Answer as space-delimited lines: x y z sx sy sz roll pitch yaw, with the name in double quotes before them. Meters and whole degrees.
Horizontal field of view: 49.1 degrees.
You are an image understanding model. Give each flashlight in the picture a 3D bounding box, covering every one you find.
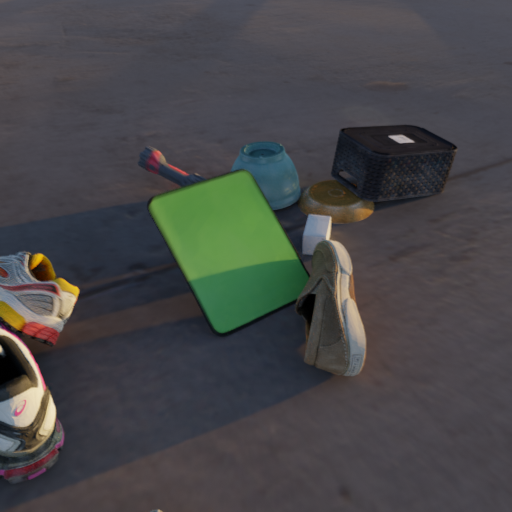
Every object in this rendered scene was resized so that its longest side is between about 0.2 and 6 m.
"flashlight" -1.832 -1.873 12.448 1.613 0.546 0.548 27 -1 12

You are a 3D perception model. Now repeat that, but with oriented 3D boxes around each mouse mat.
"mouse mat" -0.378 -0.152 9.341 2.103 0.098 2.613 -22 77 -29

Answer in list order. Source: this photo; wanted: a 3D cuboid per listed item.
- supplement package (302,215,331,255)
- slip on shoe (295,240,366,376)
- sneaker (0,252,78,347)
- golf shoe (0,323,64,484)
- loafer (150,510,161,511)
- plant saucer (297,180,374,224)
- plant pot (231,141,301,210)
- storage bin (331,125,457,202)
"supplement package" 1.150 -0.394 10.619 0.447 0.446 0.762 7 35 10
"slip on shoe" 1.016 0.684 8.651 0.818 1.027 2.700 4 42 -6
"sneaker" -3.652 0.404 8.701 2.596 1.010 1.066 27 78 31
"golf shoe" -3.508 1.296 7.248 1.196 1.517 3.295 -23 40 -39
"loafer" -1.421 3.275 5.061 0.859 0.796 2.286 13 37 18
"plant saucer" 1.704 -1.233 11.954 1.641 0.291 1.641 0 35 0
"plant pot" 0.147 -1.803 12.010 1.597 1.070 1.597 -3 32 2
"storage bin" 2.989 -2.077 12.239 2.303 1.080 1.557 -10 35 -26
